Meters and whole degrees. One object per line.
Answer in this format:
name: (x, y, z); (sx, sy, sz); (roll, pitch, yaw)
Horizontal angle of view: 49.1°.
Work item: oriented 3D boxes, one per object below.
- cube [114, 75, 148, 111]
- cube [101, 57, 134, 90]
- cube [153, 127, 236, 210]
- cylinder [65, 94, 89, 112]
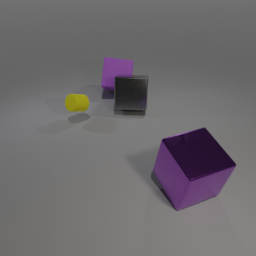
cube: (0.170, -1.611, 12.487); (1.400, 1.400, 1.400); (2, 15, 4)
cube: (-0.528, -2.601, 13.875); (1.400, 1.400, 1.400); (6, 2, -3)
cube: (1.686, 1.061, 7.464); (1.400, 1.400, 1.400); (-14, 49, -21)
cylinder: (-2.041, -1.007, 11.243); (0.700, 0.700, 0.700); (22, 16, 35)
